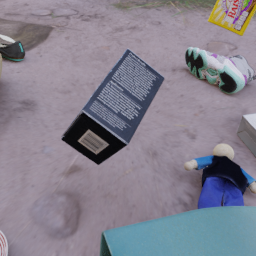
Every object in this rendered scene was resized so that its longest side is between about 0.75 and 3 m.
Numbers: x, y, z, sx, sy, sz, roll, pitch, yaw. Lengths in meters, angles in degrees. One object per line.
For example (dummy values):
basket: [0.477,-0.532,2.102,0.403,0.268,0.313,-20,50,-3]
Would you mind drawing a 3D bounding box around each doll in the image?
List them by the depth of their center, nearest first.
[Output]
doll: [2.065,1.224,6.299,1.757,0.624,2.575,22,43,6]

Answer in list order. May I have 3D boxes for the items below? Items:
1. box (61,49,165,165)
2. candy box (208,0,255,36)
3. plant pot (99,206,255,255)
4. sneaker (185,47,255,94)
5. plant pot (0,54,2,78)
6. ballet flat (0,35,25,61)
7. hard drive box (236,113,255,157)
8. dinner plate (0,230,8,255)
box: [-0.257,-0.354,4.890,0.863,1.197,1.612,37,55,-10]
candy box: [1.537,-1.828,3.716,0.533,1.043,0.138,33,29,21]
plant pot: [1.330,2.465,3.926,2.995,2.117,2.115,-10,41,-22]
sneaker: [3.481,-2.306,10.284,1.811,1.007,2.589,-25,56,-28]
plant pot: [-5.098,-1.793,8.612,2.776,2.776,2.964,0,28,0]
ballet flat: [-5.404,-3.426,11.540,2.619,0.896,0.890,11,30,12]
hard drive box: [4.163,0.210,7.449,1.865,0.716,1.454,-9,41,-10]
dinner plate: [-2.749,2.447,5.097,1.276,0.155,1.276,-9,51,12]
